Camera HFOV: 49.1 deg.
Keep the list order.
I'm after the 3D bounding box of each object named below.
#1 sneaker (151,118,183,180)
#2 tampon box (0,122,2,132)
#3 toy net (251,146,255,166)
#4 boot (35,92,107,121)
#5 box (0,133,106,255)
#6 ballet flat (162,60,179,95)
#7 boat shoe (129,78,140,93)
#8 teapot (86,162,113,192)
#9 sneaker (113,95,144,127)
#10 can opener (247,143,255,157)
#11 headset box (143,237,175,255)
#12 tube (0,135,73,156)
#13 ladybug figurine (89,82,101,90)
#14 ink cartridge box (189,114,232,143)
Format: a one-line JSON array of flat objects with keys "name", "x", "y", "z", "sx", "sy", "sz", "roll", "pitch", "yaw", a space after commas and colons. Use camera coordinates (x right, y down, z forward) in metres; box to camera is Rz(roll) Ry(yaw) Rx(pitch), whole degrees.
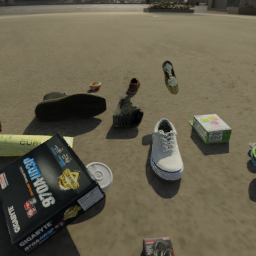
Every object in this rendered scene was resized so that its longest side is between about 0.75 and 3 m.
[{"name": "sneaker", "x": 1.185, "y": 0.579, "z": 9.089, "sx": 0.991, "sy": 0.961, "sz": 2.714, "roll": -2, "pitch": 29, "yaw": -3}, {"name": "tampon box", "x": -5.344, "y": -0.114, "z": 10.764, "sx": 0.767, "sy": 0.575, "sz": 0.484, "roll": 10, "pitch": 30, "yaw": 18}, {"name": "toy net", "x": 4.920, "y": 0.904, "z": 8.642, "sx": 2.525, "sy": 0.488, "sz": 1.325, "roll": -17, "pitch": 50, "yaw": -27}, {"name": "boot", "x": -2.483, "y": -1.234, "z": 12.381, "sx": 2.934, "sy": 1.136, "sz": 2.029, "roll": -3, "pitch": 24, "yaw": -8}, {"name": "box", "x": -2.093, "y": 1.444, "z": 7.123, "sx": 2.153, "sy": 0.623, "sz": 2.709, "roll": -34, "pitch": 39, "yaw": -13}, {"name": "ballet flat", "x": 1.785, "y": -2.161, "z": 11.786, "sx": 0.542, "sy": 1.533, "sz": 0.542, "roll": -13, "pitch": -14, "yaw": -3}, {"name": "boat shoe", "x": 0.358, "y": -2.377, "z": 14.928, "sx": 0.571, "sy": 0.570, "sz": 1.621, "roll": 2, "pitch": 27, "yaw": 4}, {"name": "teapot", "x": -0.930, "y": 1.468, "z": 7.801, "sx": 0.945, "sy": 0.690, "sz": 0.933, "roll": 21, "pitch": 49, "yaw": -12}, {"name": "sneaker", "x": 0.108, "y": -0.686, "z": 11.646, "sx": 1.174, "sy": 0.784, "sz": 2.050, "roll": 6, "pitch": 32, "yaw": 7}, {"name": "can opener", "x": 4.703, "y": 0.757, "z": 9.414, "sx": 1.627, "sy": 0.544, "sz": 0.434, "roll": 4, "pitch": 32, "yaw": -21}, {"name": "headset box", "x": 0.653, "y": 2.686, "z": 5.920, "sx": 0.615, "sy": 0.319, "sz": 0.826, "roll": -2, "pitch": 30, "yaw": -4}, {"name": "tube", "x": -3.329, "y": 0.566, "z": 9.459, "sx": 2.872, "sy": 0.746, "sz": 0.833, "roll": 1, "pitch": 68, "yaw": -7}, {"name": "ladybug figurine", "x": -1.730, "y": -2.247, "z": 14.972, "sx": 0.523, "sy": 0.277, "sz": 0.770, "roll": 24, "pitch": 37, "yaw": 37}, {"name": "ink cartridge box", "x": 3.102, "y": -0.108, "z": 10.802, "sx": 0.929, "sy": 0.531, "sz": 1.790, "roll": -5, "pitch": 29, "yaw": -9}]
